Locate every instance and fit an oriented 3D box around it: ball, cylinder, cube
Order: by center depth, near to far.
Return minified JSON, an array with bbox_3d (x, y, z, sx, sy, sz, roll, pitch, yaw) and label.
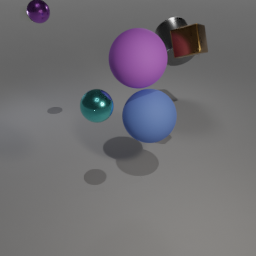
[{"bbox_3d":[-0.648,-0.459,5.821,0.700,0.700,0.700,0,29,0],"label":"ball"},{"bbox_3d":[0.236,-1.653,6.702,1.400,1.400,1.400,0,29,0],"label":"ball"},{"bbox_3d":[1.574,-2.210,7.160,0.700,0.700,0.700,-5,11,32],"label":"cube"},{"bbox_3d":[0.550,-0.310,7.257,1.400,1.400,1.400,0,29,0],"label":"ball"},{"bbox_3d":[-2.793,-3.636,8.738,0.700,0.700,0.700,0,29,0],"label":"ball"},{"bbox_3d":[1.950,-3.525,11.499,1.400,1.400,1.400,-8,66,-15],"label":"cylinder"}]
